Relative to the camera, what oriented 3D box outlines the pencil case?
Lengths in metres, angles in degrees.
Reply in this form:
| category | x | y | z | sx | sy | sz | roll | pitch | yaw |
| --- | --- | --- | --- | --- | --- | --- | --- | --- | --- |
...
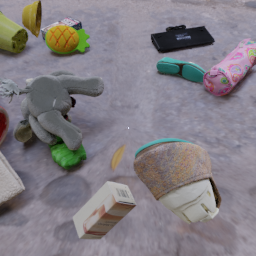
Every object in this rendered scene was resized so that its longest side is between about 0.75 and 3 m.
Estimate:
| category | x | y | z | sx | sy | sz | roll | pitch | yaw |
| --- | --- | --- | --- | --- | --- | --- | --- | --- | --- |
| pencil case | 3.809 | -2.230 | 10.102 | 1.150 | 1.150 | 2.630 | 33 | 58 | 27 |

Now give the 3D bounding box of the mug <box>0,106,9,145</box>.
| category | x | y | z | sx | sy | sz | roll | pitch | yaw |
| --- | --- | --- | --- | --- | --- | --- | --- | --- | --- |
| mug | -4.923 | -0.629 | 8.124 | 2.803 | 1.870 | 2.488 | 21 | 65 | 14 |

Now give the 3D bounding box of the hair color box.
| category | x | y | z | sx | sy | sz | roll | pitch | yaw |
| --- | --- | --- | --- | --- | --- | --- | --- | --- | --- |
| hair color box | -2.928 | -4.357 | 12.496 | 0.832 | 0.503 | 1.663 | 32 | 55 | 26 |

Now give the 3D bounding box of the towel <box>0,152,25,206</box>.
| category | x | y | z | sx | sy | sz | roll | pitch | yaw |
| --- | --- | --- | --- | --- | --- | --- | --- | --- | --- |
| towel | -3.849 | 0.982 | 6.695 | 1.645 | 0.428 | 2.482 | -37 | 89 | -5 |

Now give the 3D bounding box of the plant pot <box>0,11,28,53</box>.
| category | x | y | z | sx | sy | sz | roll | pitch | yaw |
| --- | --- | --- | --- | --- | --- | --- | --- | --- | --- |
| plant pot | -5.013 | -3.833 | 11.481 | 1.476 | 1.606 | 1.606 | 26 | 52 | 7 |

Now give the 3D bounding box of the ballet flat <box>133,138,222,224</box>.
| category | x | y | z | sx | sy | sz | roll | pitch | yaw |
| --- | --- | --- | --- | --- | --- | --- | --- | --- | --- |
| ballet flat | 0.874 | 0.827 | 3.772 | 0.860 | 2.527 | 0.850 | -29 | 62 | 17 |

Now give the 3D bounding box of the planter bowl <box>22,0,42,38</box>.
| category | x | y | z | sx | sy | sz | roll | pitch | yaw |
| --- | --- | --- | --- | --- | --- | --- | --- | --- | --- |
| planter bowl | -2.401 | -2.735 | 6.948 | 0.375 | 0.900 | 0.900 | 7 | 46 | -11 |

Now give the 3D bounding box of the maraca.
| category | x | y | z | sx | sy | sz | roll | pitch | yaw |
| --- | --- | --- | --- | --- | --- | --- | --- | --- | --- |
| maraca | -2.475 | -3.632 | 11.524 | 1.795 | 0.960 | 1.230 | 1 | 85 | -10 |

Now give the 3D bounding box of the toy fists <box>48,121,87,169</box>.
| category | x | y | z | sx | sy | sz | roll | pitch | yaw |
| --- | --- | --- | --- | --- | --- | --- | --- | --- | --- |
| toy fists | -1.853 | 0.483 | 8.016 | 0.860 | 0.580 | 1.686 | -15 | 47 | -23 |

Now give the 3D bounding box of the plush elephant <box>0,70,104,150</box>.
| category | x | y | z | sx | sy | sz | roll | pitch | yaw |
| --- | --- | --- | --- | --- | --- | --- | --- | --- | --- |
| plush elephant | -2.314 | -0.564 | 8.104 | 2.652 | 2.053 | 2.184 | 16 | 76 | -14 |

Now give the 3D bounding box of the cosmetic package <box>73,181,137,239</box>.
| category | x | y | z | sx | sy | sz | roll | pitch | yaw |
| --- | --- | --- | --- | --- | --- | --- | --- | --- | --- |
| cosmetic package | -0.331 | 1.148 | 3.856 | 0.423 | 0.819 | 0.357 | 21 | 28 | -43 |

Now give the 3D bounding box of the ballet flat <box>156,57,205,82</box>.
| category | x | y | z | sx | sy | sz | roll | pitch | yaw |
| --- | --- | --- | --- | --- | --- | --- | --- | --- | --- |
| ballet flat | 2.060 | -2.271 | 10.473 | 1.975 | 0.665 | 0.695 | 17 | 47 | 16 |

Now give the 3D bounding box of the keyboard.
| category | x | y | z | sx | sy | sz | roll | pitch | yaw |
| --- | --- | --- | --- | --- | --- | --- | --- | --- | --- |
| keyboard | 2.327 | -3.999 | 12.310 | 2.613 | 0.335 | 1.569 | -12 | 55 | -12 |
